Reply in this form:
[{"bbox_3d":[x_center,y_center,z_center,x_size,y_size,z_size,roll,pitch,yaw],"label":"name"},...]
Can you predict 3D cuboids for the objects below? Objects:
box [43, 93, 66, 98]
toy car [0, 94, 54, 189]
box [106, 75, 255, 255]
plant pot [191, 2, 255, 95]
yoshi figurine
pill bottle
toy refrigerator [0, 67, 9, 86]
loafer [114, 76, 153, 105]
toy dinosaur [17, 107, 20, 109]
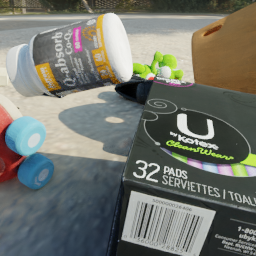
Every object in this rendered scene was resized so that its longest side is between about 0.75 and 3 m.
[{"bbox_3d":[-2.527,-1.635,10.085,1.119,0.668,1.137,12,29,23],"label":"box"},{"bbox_3d":[-2.708,0.558,4.749,1.892,1.816,2.053,25,47,22],"label":"toy car"},{"bbox_3d":[1.079,0.738,3.688,2.223,1.861,2.994,13,27,5],"label":"box"},{"bbox_3d":[2.642,-1.333,6.324,2.077,2.968,2.968,-7,23,22],"label":"plant pot"},{"bbox_3d":[0.912,-2.311,10.816,2.412,1.351,1.356,1,20,-5],"label":"yoshi figurine"},{"bbox_3d":[-1.068,-1.259,5.235,2.123,1.235,1.235,-10,24,15],"label":"pill bottle"},{"bbox_3d":[-5.056,-2.051,11.204,0.484,0.446,1.274,-2,27,-20],"label":"toy refrigerator"},{"bbox_3d":[0.689,-1.068,8.761,0.971,0.939,2.766,-27,32,-34],"label":"loafer"},{"bbox_3d":[-3.691,-0.222,6.395,2.188,0.519,0.964,-19,28,-29],"label":"toy dinosaur"}]
